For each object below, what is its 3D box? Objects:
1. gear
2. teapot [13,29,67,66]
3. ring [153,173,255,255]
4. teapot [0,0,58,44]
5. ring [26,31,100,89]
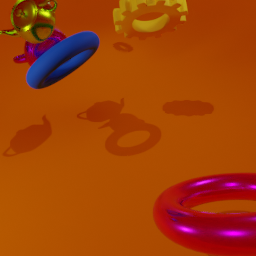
[{"bbox_3d":[0.492,-2.488,6.270,1.617,1.617,0.299,-6,81,-6],"label":"gear"},{"bbox_3d":[-1.980,-1.989,7.082,1.854,1.153,0.908,-24,34,-14],"label":"teapot"},{"bbox_3d":[1.349,0.997,3.606,2.075,0.415,2.075,-8,3,0],"label":"ring"},{"bbox_3d":[-1.913,-2.097,5.423,1.415,0.693,0.880,-25,81,21],"label":"teapot"},{"bbox_3d":[-1.264,-1.320,5.531,1.658,1.658,0.332,-40,98,-33],"label":"ring"}]
